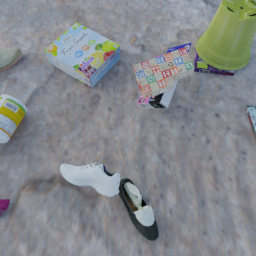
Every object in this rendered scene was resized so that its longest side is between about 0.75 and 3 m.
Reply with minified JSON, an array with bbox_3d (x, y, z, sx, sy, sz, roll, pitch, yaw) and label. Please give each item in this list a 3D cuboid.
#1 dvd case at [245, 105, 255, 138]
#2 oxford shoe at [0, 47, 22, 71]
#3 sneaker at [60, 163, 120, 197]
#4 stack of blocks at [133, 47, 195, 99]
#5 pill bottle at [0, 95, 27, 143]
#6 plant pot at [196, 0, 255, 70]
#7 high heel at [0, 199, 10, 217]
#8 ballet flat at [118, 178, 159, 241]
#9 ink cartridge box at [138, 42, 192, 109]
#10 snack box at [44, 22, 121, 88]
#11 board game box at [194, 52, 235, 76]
[{"bbox_3d":[5.051,-0.165,10.170,1.168,0.176,1.600,-4,60,-2],"label":"dvd case"},{"bbox_3d":[-5.486,-2.768,11.191,2.418,0.892,0.856,-27,64,-14],"label":"oxford shoe"},{"bbox_3d":[-1.095,1.364,8.368,1.912,0.712,0.833,17,104,3],"label":"sneaker"},{"bbox_3d":[1.203,-1.791,9.194,1.829,0.536,1.053,-20,77,-1],"label":"stack of blocks"},{"bbox_3d":[-4.407,-0.135,9.660,1.035,1.035,1.864,18,63,10],"label":"pill bottle"},{"bbox_3d":[4.056,-3.831,10.952,2.300,2.115,2.300,2,56,-3],"label":"plant pot"},{"bbox_3d":[-4.344,2.223,8.694,1.310,0.442,0.630,29,74,-1],"label":"high heel"},{"bbox_3d":[0.290,2.378,8.407,0.700,0.704,2.058,-21,62,-33],"label":"ballet flat"},{"bbox_3d":[1.333,-1.963,10.155,0.496,1.266,2.674,32,75,-32],"label":"ink cartridge box"},{"bbox_3d":[-1.804,-3.002,11.378,2.366,0.801,1.995,31,66,17],"label":"snack box"},{"bbox_3d":[3.545,-2.654,11.524,1.602,0.259,0.961,8,66,4],"label":"board game box"}]
